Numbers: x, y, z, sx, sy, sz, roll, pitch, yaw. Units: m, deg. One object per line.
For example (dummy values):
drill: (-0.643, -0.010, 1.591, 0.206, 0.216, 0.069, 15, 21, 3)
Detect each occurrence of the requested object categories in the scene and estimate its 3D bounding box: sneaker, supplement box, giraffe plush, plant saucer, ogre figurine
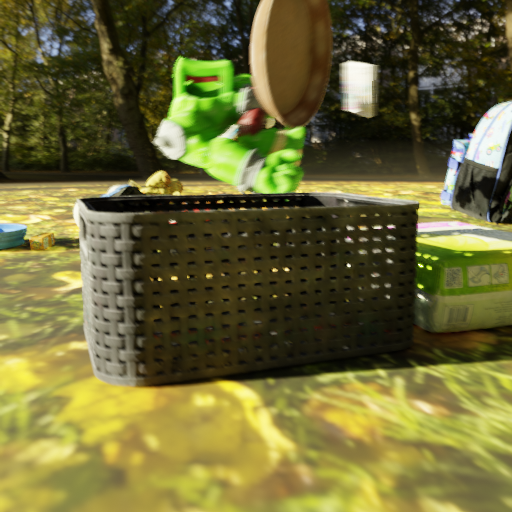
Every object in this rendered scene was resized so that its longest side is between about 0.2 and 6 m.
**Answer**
sneaker: (-3.745, -1.480, 16.399, 1.696, 1.170, 3.049, -3, 12, 19)
supplement box: (-4.759, -0.325, 12.476, 0.293, 0.303, 0.881, -1, 8, -3)
giraffe plush: (-3.022, -1.774, 18.109, 1.872, 1.615, 1.518, 8, 24, -44)
plant saucer: (0.405, -2.361, 6.484, 0.298, 1.728, 1.728, 12, 15, 30)
sneaker: (-0.914, -0.437, 11.949, 1.990, 0.754, 0.871, -1, 5, -7)
ogre figurine: (-0.352, -2.589, 10.615, 2.541, 4.238, 2.079, 14, -31, -5)
sneaker: (-0.198, -2.659, 12.229, 1.526, 0.584, 0.616, -27, 65, -24)

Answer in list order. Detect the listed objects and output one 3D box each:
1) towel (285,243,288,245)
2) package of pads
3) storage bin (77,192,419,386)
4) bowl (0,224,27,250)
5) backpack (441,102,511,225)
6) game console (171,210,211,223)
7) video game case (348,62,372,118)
towel: (1.826, -0.281, 12.393, 1.510, 0.238, 2.096, -7, 12, -40)
package of pads: (2.596, 0.187, 7.532, 2.181, 0.963, 2.823, -4, 11, -15)
storage bin: (-0.149, 0.145, 6.092, 3.308, 1.551, 2.236, -4, 11, -20)
bowl: (-6.280, -0.413, 12.618, 2.102, 0.413, 2.102, 0, 10, 0)
backpack: (7.882, -3.103, 17.550, 3.466, 3.796, 2.554, -7, 22, -32)
game console: (-1.576, -0.471, 11.868, 1.512, 0.897, 1.303, -9, 23, 6)
video game case: (2.304, -3.711, 12.470, 0.141, 1.085, 1.192, -9, 23, -8)
